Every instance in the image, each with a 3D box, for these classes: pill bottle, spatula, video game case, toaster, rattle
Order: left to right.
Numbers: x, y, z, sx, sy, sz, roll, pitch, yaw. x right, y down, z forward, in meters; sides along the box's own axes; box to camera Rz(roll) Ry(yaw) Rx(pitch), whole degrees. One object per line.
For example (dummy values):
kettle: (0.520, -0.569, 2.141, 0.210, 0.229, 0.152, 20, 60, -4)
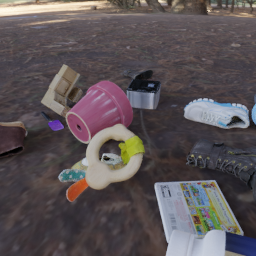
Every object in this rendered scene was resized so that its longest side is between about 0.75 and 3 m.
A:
spatula: (-3.437, -0.354, 12.313, 0.517, 0.188, 1.830, -20, 35, -32)
rattle: (-0.746, 1.176, 8.401, 2.552, 1.662, 1.823, -48, 4, -13)
toaster: (0.799, -1.706, 13.910, 1.560, 1.023, 1.725, 6, 29, 10)
video game case: (1.807, 2.188, 7.648, 1.874, 0.236, 2.059, -2, 28, -3)
pill bottle: (2.124, 2.810, 5.105, 2.851, 1.583, 1.583, 9, 30, 17)

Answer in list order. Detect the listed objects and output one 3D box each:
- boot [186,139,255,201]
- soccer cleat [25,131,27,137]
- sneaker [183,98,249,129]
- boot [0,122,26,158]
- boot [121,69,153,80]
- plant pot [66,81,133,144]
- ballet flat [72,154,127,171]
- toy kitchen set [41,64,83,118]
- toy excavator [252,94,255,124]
boot: (3.101, 1.239, 8.796, 2.568, 1.021, 2.950, 7, 24, 21)
soccer cleat: (-4.448, 0.253, 11.087, 0.873, 0.305, 0.377, -7, 30, -14)
sneaker: (3.754, -0.503, 11.797, 2.791, 1.046, 1.209, 3, 34, 7)
boot: (-4.795, 0.457, 10.305, 2.013, 0.728, 1.674, -14, 38, -8)
boot: (0.561, -3.466, 17.593, 1.648, 0.571, 1.435, -20, 35, -28)
plant pot: (-1.187, -0.464, 10.673, 2.131, 2.131, 1.907, 23, 46, 35)
ballet flat: (-0.920, 1.124, 9.178, 1.881, 0.665, 0.665, 0, 29, 0)
toy kitchen set: (-2.484, -1.470, 12.992, 1.857, 2.058, 1.679, 30, -1, 41)
toy excavator: (6.123, -0.308, 10.597, 2.660, 1.366, 2.735, -2, 29, 27)
